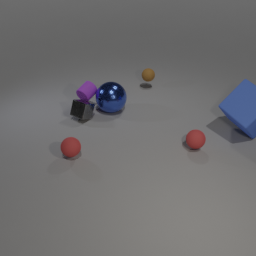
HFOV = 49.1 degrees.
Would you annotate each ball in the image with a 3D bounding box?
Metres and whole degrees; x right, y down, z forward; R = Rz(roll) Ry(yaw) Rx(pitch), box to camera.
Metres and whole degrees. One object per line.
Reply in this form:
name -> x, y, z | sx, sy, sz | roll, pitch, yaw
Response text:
ball -> -0.756, -1.378, 12.586 | 1.400, 1.400, 1.400 | 0, 32, 0
ball -> 1.072, -2.796, 14.786 | 0.700, 0.700, 0.700 | 0, 32, 0
ball -> -1.981, 0.660, 9.704 | 0.700, 0.700, 0.700 | 0, 32, 0
ball -> 2.443, 0.402, 10.109 | 0.700, 0.700, 0.700 | 0, 32, 0

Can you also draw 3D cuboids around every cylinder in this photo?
cylinder -> -1.856, -1.649, 12.642 | 0.700, 0.700, 0.700 | 21, 57, 30

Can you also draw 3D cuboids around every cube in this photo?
cube -> 4.563, -0.695, 10.541 | 1.400, 1.400, 1.400 | 29, 17, -51
cube -> -1.962, -0.804, 12.074 | 0.700, 0.700, 0.700 | 20, 14, 24
